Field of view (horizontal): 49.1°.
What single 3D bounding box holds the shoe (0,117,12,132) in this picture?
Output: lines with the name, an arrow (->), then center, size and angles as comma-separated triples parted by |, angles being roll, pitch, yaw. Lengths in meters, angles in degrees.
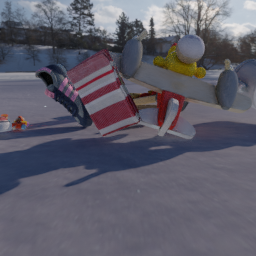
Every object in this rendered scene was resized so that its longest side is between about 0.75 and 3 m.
shoe -> -3.845, -0.391, 6.327 | 2.340, 1.064, 0.836 | -1, -1, -1

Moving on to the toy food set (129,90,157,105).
toy food set -> 1.079, -1.351, 11.537 | 2.352, 0.578, 2.376 | -11, 3, -38

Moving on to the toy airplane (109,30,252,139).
toy airplane -> 1.136, -1.163, 6.527 | 2.819, 1.989, 2.806 | -15, 51, -34

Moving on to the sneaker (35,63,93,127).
sneaker -> -1.747, -0.819, 7.541 | 0.857, 0.733, 2.089 | -21, 67, -42

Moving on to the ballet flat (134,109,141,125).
ballet flat -> 0.342, -0.301, 7.635 | 1.374, 0.463, 0.318 | -11, 30, -40

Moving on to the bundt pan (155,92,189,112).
bundt pan -> 1.474, -0.913, 9.753 | 1.218, 0.457, 1.218 | 25, 0, 0

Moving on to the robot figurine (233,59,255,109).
robot figurine -> 3.981, -1.294, 8.434 | 2.022, 1.346, 2.384 | 5, 24, -12

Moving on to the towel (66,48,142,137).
towel -> -0.530, -0.678, 5.935 | 1.190, 1.652, 0.188 | -21, 12, 36

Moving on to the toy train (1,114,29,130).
toy train -> -3.074, -0.175, 7.302 | 1.109, 0.309, 0.833 | 5, 7, 11
